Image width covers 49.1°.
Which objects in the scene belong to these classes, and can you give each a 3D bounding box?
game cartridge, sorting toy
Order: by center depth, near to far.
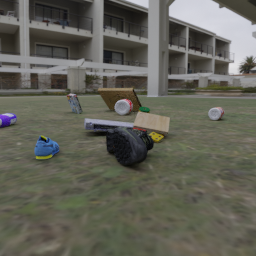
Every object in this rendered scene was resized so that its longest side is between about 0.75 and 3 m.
[{"bbox_3d":[0.755,-0.027,9.101,1.101,0.386,2.283,11,27,6],"label":"sorting toy"},{"bbox_3d":[-0.537,-0.043,9.713,1.926,0.370,1.249,5,3,-11],"label":"game cartridge"}]

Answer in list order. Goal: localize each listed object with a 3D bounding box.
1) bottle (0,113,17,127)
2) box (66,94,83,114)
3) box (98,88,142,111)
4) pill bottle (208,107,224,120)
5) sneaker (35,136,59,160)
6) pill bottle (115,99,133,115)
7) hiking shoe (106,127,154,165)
[{"bbox_3d":[-5.082,-0.314,11.484,0.597,0.467,1.429,3,8,-3],"label":"bottle"},{"bbox_3d":[-3.341,-1.531,17.422,0.329,1.131,1.652,-24,17,-19],"label":"box"},{"bbox_3d":[-0.477,-1.855,18.376,2.547,0.271,2.082,4,-33,27],"label":"box"},{"bbox_3d":[4.386,-0.717,13.767,0.600,0.600,1.070,5,10,31],"label":"pill bottle"},{"bbox_3d":[-1.911,0.388,6.689,0.412,0.490,1.249,-2,7,-2],"label":"sneaker"},{"bbox_3d":[-0.197,-1.244,16.474,0.869,0.869,1.548,2,9,10],"label":"pill bottle"},{"bbox_3d":[0.152,0.291,6.267,1.032,0.777,2.051,-6,9,-16],"label":"hiking shoe"}]
